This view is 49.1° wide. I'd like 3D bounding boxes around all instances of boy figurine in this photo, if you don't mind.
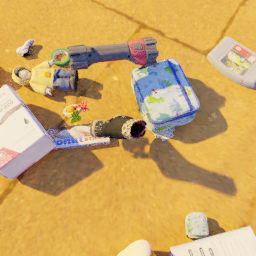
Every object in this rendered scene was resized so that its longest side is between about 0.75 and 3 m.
[{"bbox_3d":[-3.174,-2.005,10.805,2.491,0.803,1.549,6,69,0],"label":"boy figurine"}]

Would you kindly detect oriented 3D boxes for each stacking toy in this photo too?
[{"bbox_3d":[0.758,4.651,7.526,2.781,2.032,2.032,42,72,-1],"label":"stacking toy"}]

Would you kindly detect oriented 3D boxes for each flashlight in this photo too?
[{"bbox_3d":[-0.496,-2.422,9.362,2.943,0.996,1.000,-10,31,-11],"label":"flashlight"}]

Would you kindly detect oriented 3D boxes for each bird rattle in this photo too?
[{"bbox_3d":[-1.698,-0.585,8.950,0.743,0.513,0.911,8,51,20],"label":"bird rattle"}]

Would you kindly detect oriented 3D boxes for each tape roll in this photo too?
[{"bbox_3d":[-2.752,-2.907,11.517,0.818,0.197,0.818,0,65,0],"label":"tape roll"}]

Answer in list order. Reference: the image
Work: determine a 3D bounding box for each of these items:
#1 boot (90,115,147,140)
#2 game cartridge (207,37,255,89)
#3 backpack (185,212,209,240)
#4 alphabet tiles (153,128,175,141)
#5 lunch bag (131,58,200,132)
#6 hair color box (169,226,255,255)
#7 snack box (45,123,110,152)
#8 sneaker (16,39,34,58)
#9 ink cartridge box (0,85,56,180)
[{"bbox_3d":[0.016,0.001,8.544,1.509,1.997,0.721,3,98,37],"label":"boot"},{"bbox_3d":[4.417,-2.619,11.284,2.256,0.461,1.501,40,76,16],"label":"game cartridge"},{"bbox_3d":[2.141,3.014,8.695,0.705,0.598,0.794,1,61,0],"label":"backpack"},{"bbox_3d":[1.294,0.069,10.269,0.787,0.057,0.770,-23,68,-10],"label":"alphabet tiles"},{"bbox_3d":[1.332,-1.277,10.323,2.066,1.060,2.570,-15,66,-8],"label":"lunch bag"},{"bbox_3d":[2.573,3.838,8.069,2.516,0.762,1.258,-12,51,-6],"label":"hair color box"},{"bbox_3d":[-1.814,0.292,10.045,2.264,0.275,0.814,-8,66,-3],"label":"snack box"},{"bbox_3d":[-4.113,-3.235,11.614,0.872,0.339,0.610,-44,74,-8],"label":"sneaker"},{"bbox_3d":[-4.040,0.096,9.535,1.913,1.114,2.626,-39,66,-9],"label":"ink cartridge box"}]
